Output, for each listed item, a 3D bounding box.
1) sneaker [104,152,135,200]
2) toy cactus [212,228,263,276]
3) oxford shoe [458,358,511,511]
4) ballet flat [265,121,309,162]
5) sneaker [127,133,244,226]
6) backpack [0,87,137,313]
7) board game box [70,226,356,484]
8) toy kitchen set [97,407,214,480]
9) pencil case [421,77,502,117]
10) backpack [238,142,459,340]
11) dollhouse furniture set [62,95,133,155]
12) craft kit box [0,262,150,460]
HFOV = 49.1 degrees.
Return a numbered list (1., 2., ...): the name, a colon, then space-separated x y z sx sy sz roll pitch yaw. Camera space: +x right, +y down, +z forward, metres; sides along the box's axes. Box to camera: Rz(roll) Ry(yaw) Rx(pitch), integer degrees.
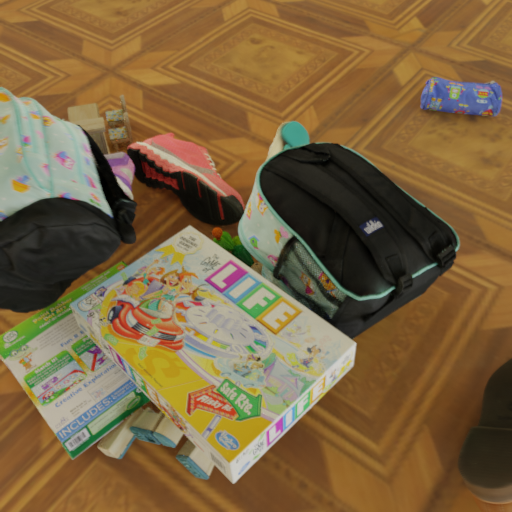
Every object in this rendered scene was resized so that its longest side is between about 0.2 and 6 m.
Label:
1. sneaker: -3.461 -1.509 11.079 2.668 1.073 1.179 0 59 23
2. toy cactus: -0.108 0.026 10.350 1.938 0.991 1.599 -30 66 -34
3. oxford shoe: 4.027 2.504 8.159 1.264 1.263 3.544 -6 25 49
4. ballet flat: 0.546 -2.095 11.727 0.863 0.863 2.484 9 33 7
5. sneaker: -1.262 -1.788 11.602 3.079 1.135 1.336 33 56 25
6. backpack: -3.672 -1.099 9.154 2.777 2.106 3.327 -31 58 16
7. board game box: -0.704 1.156 8.218 3.571 0.611 2.401 34 56 31
8. toy kitchen set: -1.430 2.864 8.226 1.335 1.069 0.786 -7 38 44
9. pencil case: 4.956 -3.850 13.501 1.883 0.818 0.735 7 9 6
10. backpack: 1.286 -0.300 9.378 2.768 2.413 3.148 -27 69 -31
11. dollhouse furniture set: -3.737 -2.765 12.173 1.956 1.483 2.232 -12 51 -10
12. craft kit box: -2.509 1.479 8.998 2.582 0.626 2.550 -34 51 -25
